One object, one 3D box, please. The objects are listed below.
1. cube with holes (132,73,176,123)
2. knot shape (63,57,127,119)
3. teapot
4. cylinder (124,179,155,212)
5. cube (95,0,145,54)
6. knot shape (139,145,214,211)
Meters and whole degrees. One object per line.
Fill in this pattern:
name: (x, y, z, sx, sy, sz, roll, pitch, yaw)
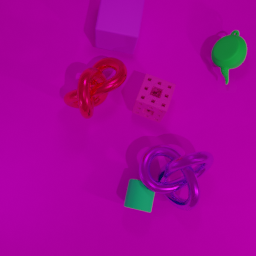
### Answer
cube with holes: (0.723, -0.836, 8.049, 0.891, 0.891, 0.891, 21, 69, 1)
knot shape: (-1.009, -1.015, 7.736, 0.929, 1.882, 2.011, 43, 52, -10)
teapot: (2.958, -2.097, 8.121, 0.994, 0.783, 1.598, 11, 84, 42)
cylinder: (0.347, 1.943, 8.051, 0.790, 0.790, 0.790, 13, 75, 0)
cube: (-0.257, -2.933, 7.905, 1.158, 1.158, 1.158, 10, 81, -5)
knot shape: (1.481, 1.228, 7.738, 1.922, 0.949, 2.054, -34, 106, 19)
